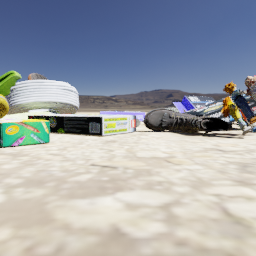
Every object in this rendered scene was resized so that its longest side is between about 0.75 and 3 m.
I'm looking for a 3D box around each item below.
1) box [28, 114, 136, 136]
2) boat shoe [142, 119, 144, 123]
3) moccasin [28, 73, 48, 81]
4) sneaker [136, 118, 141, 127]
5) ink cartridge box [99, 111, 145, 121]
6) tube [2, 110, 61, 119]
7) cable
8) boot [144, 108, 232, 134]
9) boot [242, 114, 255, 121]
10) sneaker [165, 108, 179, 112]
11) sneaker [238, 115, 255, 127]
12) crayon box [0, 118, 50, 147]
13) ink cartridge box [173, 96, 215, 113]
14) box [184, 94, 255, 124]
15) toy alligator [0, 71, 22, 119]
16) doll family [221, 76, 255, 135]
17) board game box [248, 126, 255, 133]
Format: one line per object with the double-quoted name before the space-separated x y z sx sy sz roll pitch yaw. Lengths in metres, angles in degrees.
"box" -1.351 -0.132 8.030 2.824 0.490 1.554 2 5 33
"boat shoe" 1.062 -0.370 11.510 0.965 0.315 0.355 -2 39 -15
"moccasin" -3.717 -1.678 12.358 0.876 0.830 2.268 -19 -16 9
"sneaker" 0.004 -0.200 10.086 0.882 0.330 0.468 -4 8 -34
"ink cartridge box" -0.335 -0.645 15.151 2.424 0.531 2.447 0 5 -7
"tube" -3.281 -0.286 9.776 0.690 0.618 2.379 -26 -6 23
"cable" -3.460 -0.983 11.185 2.946 1.020 2.946 -16 -14 37
"boot" 1.547 -0.181 7.531 1.937 0.671 1.686 1 3 -15
"boot" 4.762 -0.544 11.489 2.496 0.992 2.867 2 -5 38
"sneaker" 2.147 -0.794 15.840 2.029 0.706 1.009 1 3 12
"sneaker" 4.183 -0.276 8.914 1.444 0.659 0.560 -1 4 -11
"crayon box" -2.375 0.057 5.615 1.563 0.455 0.929 4 6 44
"ink cartridge box" 3.640 -0.967 14.046 2.190 0.475 2.170 -1 31 -13
"box" 3.190 -0.581 9.136 2.418 0.556 1.922 -19 7 -8
"toy alligator" -3.250 -0.178 4.898 2.998 0.720 0.994 -25 50 -17
"doll family" 2.705 -0.532 6.743 0.803 1.106 1.782 -23 -25 0
"board game box" 3.988 -0.027 7.888 0.994 0.306 0.993 1 4 12
